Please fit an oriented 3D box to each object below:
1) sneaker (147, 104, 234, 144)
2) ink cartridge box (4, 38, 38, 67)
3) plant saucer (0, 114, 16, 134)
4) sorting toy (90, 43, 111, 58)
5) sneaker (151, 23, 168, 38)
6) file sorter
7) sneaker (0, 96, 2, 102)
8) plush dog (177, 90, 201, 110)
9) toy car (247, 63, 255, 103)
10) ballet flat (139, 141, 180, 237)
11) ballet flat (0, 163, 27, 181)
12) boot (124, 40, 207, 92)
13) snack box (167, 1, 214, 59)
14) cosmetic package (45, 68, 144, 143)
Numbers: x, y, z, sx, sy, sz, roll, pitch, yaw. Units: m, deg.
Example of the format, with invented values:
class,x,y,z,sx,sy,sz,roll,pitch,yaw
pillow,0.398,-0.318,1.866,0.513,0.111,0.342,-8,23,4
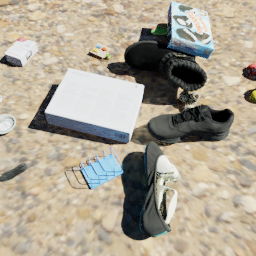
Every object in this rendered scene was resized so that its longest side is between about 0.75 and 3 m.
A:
class,x,y,z,sx,sy,sz,roll,pitch,yaw
sneaker,1.996,-0.248,8.880,2.795,1.268,1.061,-5,58,-7
ink cartridge box,-4.332,-3.103,11.406,0.809,0.469,1.096,21,60,14
plant saucer,-4.190,-0.088,9.483,0.810,0.203,0.810,0,55,0
sorting toy,-1.022,-3.182,11.587,0.934,0.137,0.690,27,57,13
sneaker,1.817,-3.961,11.778,1.835,0.769,0.704,-8,54,-20
file sorter,-0.792,1.155,8.346,1.085,0.666,0.753,-26,58,-16
sneaker,-5.588,-0.929,9.692,2.319,0.871,1.333,18,57,6
plush dog,2.131,-1.060,9.950,0.680,0.792,0.635,34,28,11
toy car,5.474,-1.694,10.443,1.882,0.446,2.000,9,56,7
ballet flat,0.955,1.613,7.822,0.941,0.936,2.752,-12,58,30
ballet flat,-3.476,1.343,8.494,0.870,0.289,0.247,-25,35,-20
boot,1.255,-2.253,10.050,2.901,1.092,2.169,2,36,1
snack box,2.398,-3.910,11.011,1.641,0.524,2.825,14,48,-8
cosmetic package,-1.048,-0.823,9.577,2.841,0.734,2.142,14,57,5
